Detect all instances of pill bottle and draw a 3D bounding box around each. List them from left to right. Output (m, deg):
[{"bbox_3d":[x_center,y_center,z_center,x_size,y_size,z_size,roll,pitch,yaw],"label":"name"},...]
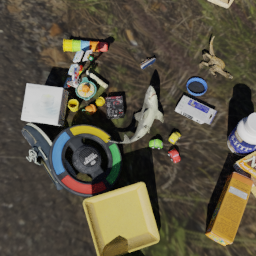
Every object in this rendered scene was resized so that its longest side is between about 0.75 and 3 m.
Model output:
[{"bbox_3d":[4.322,0.214,9.993,1.049,1.753,1.049,0,62,0],"label":"pill bottle"}]

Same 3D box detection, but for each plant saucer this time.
[{"bbox_3d":[-0.216,2.908,8.947,2.030,0.492,2.029,-15,93,-8],"label":"plant saucer"}]

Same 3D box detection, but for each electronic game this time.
[{"bbox_3d":[-1.421,1.077,9.758,2.616,0.544,2.616,12,61,-23],"label":"electronic game"}]

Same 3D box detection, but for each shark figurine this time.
[{"bbox_3d":[0.383,-0.210,10.805,1.078,1.543,2.582,18,69,42],"label":"shark figurine"}]

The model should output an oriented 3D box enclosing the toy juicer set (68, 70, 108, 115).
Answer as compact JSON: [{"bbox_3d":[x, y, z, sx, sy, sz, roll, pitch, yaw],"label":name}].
[{"bbox_3d":[-1.500,-1.486,11.514,1.319,0.564,2.073,18,67,7],"label":"toy juicer set"}]

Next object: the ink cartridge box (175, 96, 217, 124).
[{"bbox_3d":[2.737,-0.681,11.300,1.501,0.294,0.746,29,66,16],"label":"ink cartridge box"}]

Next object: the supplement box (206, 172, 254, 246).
[{"bbox_3d":[3.372,2.648,9.281,0.782,0.756,2.272,24,64,12],"label":"supplement box"}]

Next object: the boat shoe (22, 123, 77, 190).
[{"bbox_3d":[-3.022,1.003,10.030,0.874,1.058,2.826,-36,77,-29],"label":"boat shoe"}]

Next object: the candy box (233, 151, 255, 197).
[{"bbox_3d":[4.763,1.795,9.853,1.097,0.526,1.900,-25,65,-13],"label":"candy box"}]

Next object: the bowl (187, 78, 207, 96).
[{"bbox_3d":[2.923,-1.744,11.926,0.865,0.170,0.865,0,62,0],"label":"bowl"}]

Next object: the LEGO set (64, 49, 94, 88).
[{"bbox_3d":[-2.053,-2.384,10.987,0.547,2.227,1.664,23,86,-30],"label":"LEGO set"}]

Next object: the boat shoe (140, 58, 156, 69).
[{"bbox_3d":[0.866,-2.949,12.497,0.795,0.287,0.288,-33,65,-16],"label":"boat shoe"}]

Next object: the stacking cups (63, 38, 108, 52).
[{"bbox_3d":[-1.925,-3.743,12.820,1.977,0.598,0.598,2,62,-4],"label":"stacking cups"}]

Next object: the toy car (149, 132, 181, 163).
[{"bbox_3d":[1.407,0.632,10.604,1.215,0.288,1.292,6,62,3],"label":"toy car"}]

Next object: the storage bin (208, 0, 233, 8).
[{"bbox_3d":[4.887,-6.883,14.416,1.189,0.557,1.181,29,65,14],"label":"storage bin"}]

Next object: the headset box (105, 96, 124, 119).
[{"bbox_3d":[-0.535,-0.864,11.351,0.713,0.360,0.960,-5,62,-3],"label":"headset box"}]

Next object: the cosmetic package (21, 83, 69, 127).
[{"bbox_3d":[-3.166,-0.875,10.770,1.424,0.878,1.428,7,86,4],"label":"cosmetic package"}]

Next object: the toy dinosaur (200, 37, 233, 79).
[{"bbox_3d":[3.775,-2.978,12.445,1.144,0.659,2.263,-11,69,-23],"label":"toy dinosaur"}]
